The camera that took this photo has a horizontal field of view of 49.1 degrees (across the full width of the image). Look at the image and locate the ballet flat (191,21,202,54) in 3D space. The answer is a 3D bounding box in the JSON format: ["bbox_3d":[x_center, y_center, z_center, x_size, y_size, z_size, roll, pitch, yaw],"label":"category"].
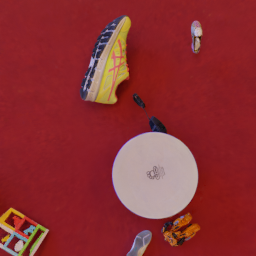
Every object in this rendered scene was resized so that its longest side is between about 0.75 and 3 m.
[{"bbox_3d":[1.840,-2.388,7.440,0.293,0.302,0.848,-8,124,-2],"label":"ballet flat"}]

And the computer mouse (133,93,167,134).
[{"bbox_3d":[0.612,-0.346,7.598,0.260,0.449,1.531,-29,79,-16],"label":"computer mouse"}]

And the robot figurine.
[{"bbox_3d":[1.310,2.607,7.106,0.939,0.273,0.681,-39,86,10],"label":"robot figurine"}]

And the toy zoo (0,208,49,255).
[{"bbox_3d":[-2.813,2.624,7.011,1.355,0.139,0.889,32,54,-1],"label":"toy zoo"}]

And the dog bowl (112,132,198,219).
[{"bbox_3d":[0.618,1.122,6.700,1.999,0.787,1.999,0,77,1],"label":"dog bowl"}]

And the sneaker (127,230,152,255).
[{"bbox_3d":[0.267,3.053,7.118,0.348,0.397,0.990,28,61,24],"label":"sneaker"}]

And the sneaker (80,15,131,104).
[{"bbox_3d":[-0.390,-1.788,7.619,1.126,0.975,2.495,21,93,-28],"label":"sneaker"}]
